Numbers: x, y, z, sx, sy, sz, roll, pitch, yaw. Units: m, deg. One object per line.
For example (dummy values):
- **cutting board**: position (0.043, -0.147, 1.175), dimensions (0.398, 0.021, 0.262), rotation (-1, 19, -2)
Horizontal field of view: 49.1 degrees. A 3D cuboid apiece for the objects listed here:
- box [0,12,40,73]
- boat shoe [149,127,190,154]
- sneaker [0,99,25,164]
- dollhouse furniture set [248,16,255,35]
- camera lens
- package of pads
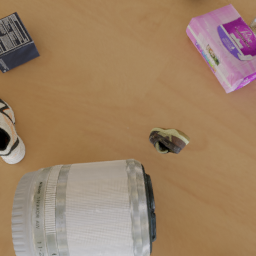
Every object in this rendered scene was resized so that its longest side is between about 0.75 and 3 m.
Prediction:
- **box**: position (-3.912, -2.810, 9.264), dimensions (1.396, 0.868, 1.408), rotation (-29, 73, -10)
- **boat shoe**: position (0.937, 0.372, 7.467), dimensions (0.668, 1.824, 0.591), rotation (40, 76, -10)
- **sneaker**: position (-3.817, -0.135, 8.286), dimensions (0.893, 0.969, 2.423), rotation (-32, 72, -9)
- **dollhouse furniture set**: position (4.891, -2.511, 9.067), dimensions (1.840, 1.054, 2.158), rotation (3, 70, 2)
- **camera lens**: position (-0.892, 2.023, 6.739), dimensions (2.985, 2.388, 2.388), rotation (-4, 71, -1)
- **package of pads**: position (3.287, -2.634, 9.099), dimensions (1.626, 1.021, 2.699), rotation (-25, 73, -11)
